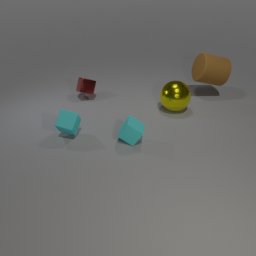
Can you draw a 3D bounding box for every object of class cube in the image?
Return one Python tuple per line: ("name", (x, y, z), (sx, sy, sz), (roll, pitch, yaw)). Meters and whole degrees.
("cube", (-2.273, -0.210, 10.690), (0.700, 0.700, 0.700), (15, 73, 6))
("cube", (0.131, 0.095, 10.433), (0.700, 0.700, 0.700), (32, 29, -10))
("cube", (-2.065, -2.061, 13.767), (0.700, 0.700, 0.700), (9, 7, -30))

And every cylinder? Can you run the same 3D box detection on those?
("cylinder", (4.072, -2.873, 13.773), (1.400, 1.400, 1.400), (8, 28, -15))

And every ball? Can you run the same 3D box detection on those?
("ball", (2.134, -1.441, 12.654), (1.400, 1.400, 1.400), (0, 30, 0))
